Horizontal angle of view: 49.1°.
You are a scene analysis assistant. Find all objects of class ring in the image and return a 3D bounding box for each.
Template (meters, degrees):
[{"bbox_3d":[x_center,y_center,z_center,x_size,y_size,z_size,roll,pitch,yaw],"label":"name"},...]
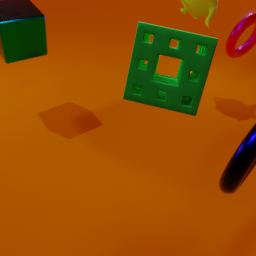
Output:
[{"bbox_3d":[3.333,-2.601,7.963,1.355,1.355,0.271,-22,55,-26],"label":"ring"},{"bbox_3d":[1.726,0.383,3.990,0.261,1.304,1.304,34,48,26],"label":"ring"}]

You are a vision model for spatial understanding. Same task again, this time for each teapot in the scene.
[{"bbox_3d":[1.887,-3.482,7.707,0.931,1.182,1.901,-40,61,16],"label":"teapot"}]

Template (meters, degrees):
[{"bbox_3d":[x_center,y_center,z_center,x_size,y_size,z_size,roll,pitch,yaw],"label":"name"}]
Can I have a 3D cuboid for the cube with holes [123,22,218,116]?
[{"bbox_3d":[0.433,-0.651,3.006,0.744,0.744,0.744,14,18,4],"label":"cube with holes"}]

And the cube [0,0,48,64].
[{"bbox_3d":[-2.974,-2.631,7.510,1.174,1.174,1.174,-23,55,-29],"label":"cube"}]
